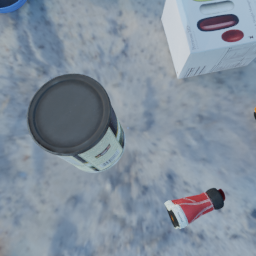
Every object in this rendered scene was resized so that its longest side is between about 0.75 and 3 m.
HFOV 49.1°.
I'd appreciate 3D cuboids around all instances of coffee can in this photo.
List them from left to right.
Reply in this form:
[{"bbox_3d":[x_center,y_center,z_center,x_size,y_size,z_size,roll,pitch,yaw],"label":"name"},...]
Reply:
[{"bbox_3d":[-0.785,0.031,4.968,1.296,1.770,1.296,-2,72,6],"label":"coffee can"}]

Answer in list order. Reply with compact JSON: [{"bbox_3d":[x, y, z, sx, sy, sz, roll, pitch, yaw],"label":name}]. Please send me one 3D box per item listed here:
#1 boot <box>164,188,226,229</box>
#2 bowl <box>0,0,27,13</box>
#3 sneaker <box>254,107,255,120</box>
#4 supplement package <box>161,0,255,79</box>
[{"bbox_3d":[0.860,0.993,3.591,0.704,0.976,0.354,-24,78,-7],"label":"boot"},{"bbox_3d":[-3.620,-4.059,8.118,1.586,0.311,1.586,0,77,0],"label":"bowl"},{"bbox_3d":[4.132,0.073,7.024,0.906,0.746,1.969,-30,80,-10],"label":"sneaker"},{"bbox_3d":[2.146,-2.587,7.179,2.034,1.496,1.945,-12,78,-4],"label":"supplement package"}]
